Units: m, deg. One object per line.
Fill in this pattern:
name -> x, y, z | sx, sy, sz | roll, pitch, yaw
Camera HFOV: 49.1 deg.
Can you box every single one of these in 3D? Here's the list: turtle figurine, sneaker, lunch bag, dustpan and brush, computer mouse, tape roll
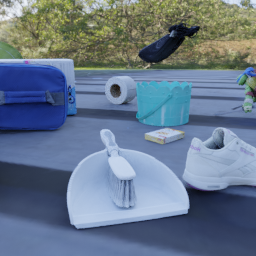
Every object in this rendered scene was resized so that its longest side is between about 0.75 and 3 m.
turtle figurine -> 4.343, -0.779, 9.305 | 2.001, 2.063, 1.485 | 34, 8, 32
sneaker -> 1.694, 0.432, 4.209 | 1.781, 0.887, 0.667 | -4, 13, -20
lunch bag -> -2.706, -0.834, 7.504 | 2.538, 1.724, 1.679 | -2, 15, -14
dustpan and brush -> -0.179, 0.548, 4.251 | 1.524, 0.625, 2.184 | -3, 15, -14
computer mouse -> 1.427, -3.038, 10.623 | 1.733, 0.660, 2.502 | -19, -2, -44
tape roll -> -0.294, -1.592, 11.735 | 1.134, 1.134, 0.779 | 9, 17, 33

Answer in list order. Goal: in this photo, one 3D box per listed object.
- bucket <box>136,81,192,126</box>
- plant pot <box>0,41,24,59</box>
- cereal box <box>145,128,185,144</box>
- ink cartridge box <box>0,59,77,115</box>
bucket -> 1.065, -0.782, 8.458 | 1.794, 1.167, 1.794 | 0, 13, 0
plant pot -> -7.355, -3.057, 15.332 | 2.857, 2.857, 2.713 | -1, 27, -6
cereal box -> 0.878, 0.180, 6.669 | 0.810, 0.160, 0.583 | -13, 19, -41
ink cartridge box -> -3.325, -1.392, 9.513 | 2.853, 1.834, 1.787 | -5, 16, -16
